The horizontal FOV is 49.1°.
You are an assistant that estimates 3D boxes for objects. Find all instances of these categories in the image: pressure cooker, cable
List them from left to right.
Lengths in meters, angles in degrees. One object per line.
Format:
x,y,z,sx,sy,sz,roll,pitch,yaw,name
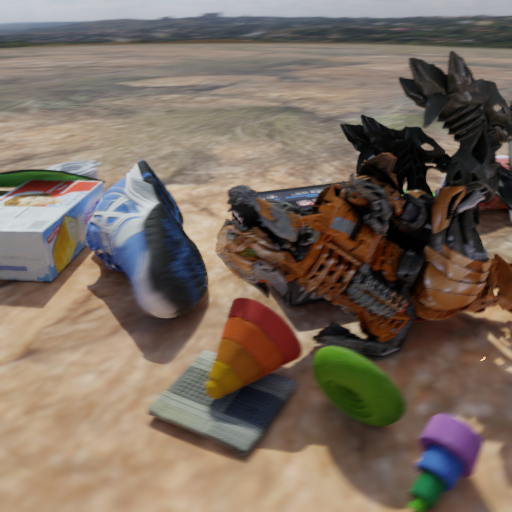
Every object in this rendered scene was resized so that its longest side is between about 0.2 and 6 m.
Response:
-3.992,-1.759,12.165,1.078,0.373,1.078,4,27,10,cable
5.115,-1.480,8.288,3.388,3.026,2.979,3,-3,12,pressure cooker

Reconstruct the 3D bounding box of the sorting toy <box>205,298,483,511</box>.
0.562,1.398,5.152,2.766,0.959,0.953,26,57,30,sorting toy

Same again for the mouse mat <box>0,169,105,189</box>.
-4.705,-1.405,10.465,3.166,0.119,2.547,-3,3,4,mouse mat

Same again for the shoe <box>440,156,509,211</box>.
4.682,-1.328,10.470,2.850,1.018,1.296,-17,25,-40,shoe

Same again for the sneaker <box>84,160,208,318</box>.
-1.650,-0.117,8.063,1.309,1.287,3.399,-33,34,3,sneaker

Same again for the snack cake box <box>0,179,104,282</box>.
-3.476,-0.493,8.961,1.388,0.811,2.414,1,25,7,snack cake box

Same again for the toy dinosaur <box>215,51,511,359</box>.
1.892,-0.282,6.838,4.640,3.149,2.370,15,-14,-35,toy dinosaur

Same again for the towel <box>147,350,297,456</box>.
-0.333,1.448,5.658,1.162,0.201,1.119,15,32,24,towel

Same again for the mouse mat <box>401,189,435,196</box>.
2.466,-0.833,8.973,1.702,0.064,1.370,7,26,4,mouse mat

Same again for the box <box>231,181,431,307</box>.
1.365,-0.370,8.846,2.965,0.737,2.943,-8,26,-14,box
